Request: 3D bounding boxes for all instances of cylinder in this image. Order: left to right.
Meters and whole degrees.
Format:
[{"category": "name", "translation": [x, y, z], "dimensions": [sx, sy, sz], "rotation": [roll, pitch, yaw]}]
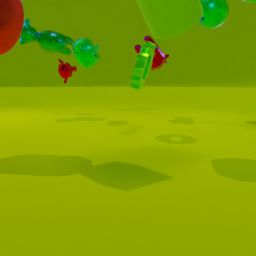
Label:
[{"category": "cylinder", "translation": [-2.640, -2.002, 4.870], "dimensions": [1.151, 1.151, 1.151], "rotation": [23, 13, 7]}, {"category": "cylinder", "translation": [0.652, -2.125, 4.608], "dimensions": [0.936, 0.936, 0.936], "rotation": [-21, 37, 17]}]

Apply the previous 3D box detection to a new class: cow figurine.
[{"category": "cow figurine", "translation": [-3.118, -3.335, 10.473], "dimensions": [1.744, 0.957, 1.716], "rotation": [17, 5, 23]}, {"category": "cow figurine", "translation": [0.999, -2.596, 10.356], "dimensions": [1.652, 0.922, 1.679], "rotation": [37, 22, -38]}]

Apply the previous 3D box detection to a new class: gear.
[{"category": "gear", "translation": [0.374, -1.530, 6.963], "dimensions": [0.219, 1.186, 1.186], "rotation": [20, 13, 9]}]

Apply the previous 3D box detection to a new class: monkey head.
[{"category": "monkey head", "translation": [-2.685, -2.544, 12.353], "dimensions": [0.660, 1.096, 0.788], "rotation": [-5, 14, 30]}]

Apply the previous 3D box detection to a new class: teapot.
[{"category": "teapot", "translation": [-1.394, -2.618, 9.559], "dimensions": [0.819, 1.040, 1.673], "rotation": [-22, -15, 14]}]

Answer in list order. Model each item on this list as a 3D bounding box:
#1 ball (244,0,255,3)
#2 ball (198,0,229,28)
[{"category": "ball", "translation": [2.910, -3.449, 6.044], "dimensions": [1.390, 1.390, 1.390], "rotation": [0, 9, 0]}, {"category": "ball", "translation": [2.905, -4.048, 9.699], "dimensions": [1.129, 1.129, 1.129], "rotation": [0, 9, 0]}]
